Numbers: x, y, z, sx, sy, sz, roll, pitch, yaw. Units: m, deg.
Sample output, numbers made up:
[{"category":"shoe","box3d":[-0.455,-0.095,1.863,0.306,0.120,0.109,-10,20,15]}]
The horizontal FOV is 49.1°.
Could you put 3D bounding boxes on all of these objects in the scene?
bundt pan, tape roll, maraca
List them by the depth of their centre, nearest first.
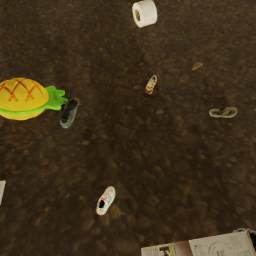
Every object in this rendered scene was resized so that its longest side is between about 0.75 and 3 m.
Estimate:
[{"category":"bundt pan","box3d":[3.475,3.576,8.223,1.153,0.433,1.153,-6,55,9]},{"category":"maraca","box3d":[-3.937,-1.178,11.164,2.927,1.566,2.007,-6,43,-22]},{"category":"tape roll","box3d":[0.886,-6.097,14.895,0.847,1.234,1.234,-21,57,-15]}]

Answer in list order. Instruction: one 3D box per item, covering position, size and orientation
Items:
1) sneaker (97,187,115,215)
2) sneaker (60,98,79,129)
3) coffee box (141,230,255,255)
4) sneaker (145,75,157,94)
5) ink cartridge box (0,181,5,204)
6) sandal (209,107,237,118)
[{"category":"sneaker","box3d":[-0.718,2.327,9.182,0.357,0.474,1.013,21,57,15]},{"category":"sneaker","box3d":[-2.321,-0.585,11.141,0.507,0.532,1.343,17,63,11]},{"category":"coffee box","box3d":[1.834,3.628,7.311,2.720,1.555,1.084,-12,54,4]},{"category":"sneaker","box3d":[1.002,-1.922,12.328,0.355,0.427,0.947,16,55,12]},{"category":"ink cartridge box","box3d":[-5.081,2.101,9.292,1.667,0.566,0.960,-3,54,-2]},{"category":"sandal","box3d":[3.927,-0.675,11.473,1.160,0.331,0.460,-5,54,-4]}]
